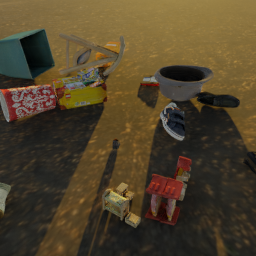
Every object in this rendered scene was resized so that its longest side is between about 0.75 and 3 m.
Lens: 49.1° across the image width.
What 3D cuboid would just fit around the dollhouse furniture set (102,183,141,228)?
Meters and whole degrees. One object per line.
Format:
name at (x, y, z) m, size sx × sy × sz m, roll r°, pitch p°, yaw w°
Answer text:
dollhouse furniture set at (0.014, 1.891, 7.389) m, size 1.041 × 0.579 × 0.920 m, roll 21°, pitch 39°, yaw 28°

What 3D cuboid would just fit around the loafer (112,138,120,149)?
loafer at (-0.395, 0.483, 9.621) m, size 0.287 × 0.285 × 0.787 m, roll 2°, pitch 12°, yaw -4°

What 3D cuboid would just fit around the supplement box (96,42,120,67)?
supplement box at (-1.143, -4.405, 16.639) m, size 0.833 × 0.806 × 2.421 m, roll 7°, pitch 34°, yaw 11°

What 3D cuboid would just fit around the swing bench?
swing bench at (-1.639, -3.651, 13.947) m, size 2.997 × 1.944 × 2.981 m, roll 3°, pitch 16°, yaw -2°

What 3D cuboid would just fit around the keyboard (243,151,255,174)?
keyboard at (4.228, 1.218, 8.800) m, size 0.936 × 0.152 × 1.473 m, roll -7°, pitch 34°, yaw -11°

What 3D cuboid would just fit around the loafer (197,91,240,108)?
loafer at (3.821, -1.135, 11.963) m, size 1.778 × 0.604 × 0.624 m, roll 16°, pitch 41°, yaw 31°

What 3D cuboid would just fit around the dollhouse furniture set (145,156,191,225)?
dollhouse furniture set at (1.147, 1.477, 7.580) m, size 0.805 × 1.065 × 1.979 m, roll 12°, pitch 36°, yaw 18°

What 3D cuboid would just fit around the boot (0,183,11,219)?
boot at (-3.916, 1.919, 7.430) m, size 1.374 × 0.495 × 1.063 m, roll 1°, pitch 34°, yaw -9°

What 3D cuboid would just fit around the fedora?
fedora at (2.463, -1.978, 12.666) m, size 2.582 × 1.166 × 2.284 m, roll 0°, pitch 33°, yaw 1°

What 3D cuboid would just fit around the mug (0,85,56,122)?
mug at (-4.139, -1.199, 11.464) m, size 1.917 × 1.279 × 1.701 m, roll -17°, pitch 39°, yaw -29°

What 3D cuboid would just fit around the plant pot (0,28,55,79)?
plant pot at (-5.919, -3.941, 14.914) m, size 2.926 × 2.068 × 2.067 m, roll 5°, pitch 33°, yaw 22°

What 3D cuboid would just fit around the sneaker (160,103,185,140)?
sneaker at (1.709, -0.320, 10.353) m, size 0.734 × 0.743 × 1.870 m, roll 21°, pitch 26°, yaw -24°

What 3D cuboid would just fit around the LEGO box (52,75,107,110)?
LEGO box at (-2.151, -1.683, 12.529) m, size 2.118 × 0.817 × 1.577 m, roll -13°, pitch 36°, yaw -18°

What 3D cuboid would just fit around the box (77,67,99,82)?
box at (-1.800, -2.430, 12.605) m, size 0.355 × 0.326 × 1.013 m, roll 25°, pitch 41°, yaw 32°

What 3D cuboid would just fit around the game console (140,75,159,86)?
game console at (1.169, -2.449, 14.280) m, size 0.956 × 0.168 × 1.081 m, roll 8°, pitch 34°, yaw 11°
